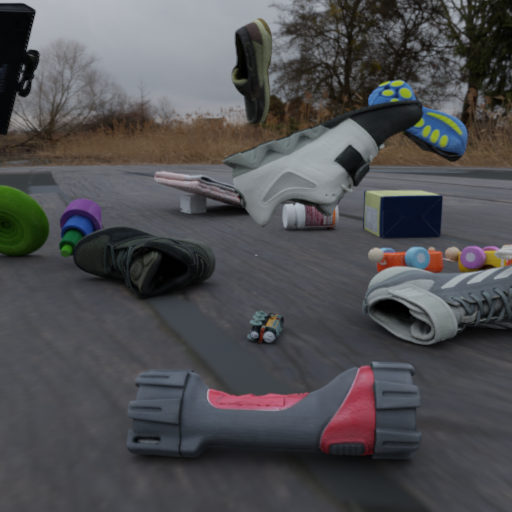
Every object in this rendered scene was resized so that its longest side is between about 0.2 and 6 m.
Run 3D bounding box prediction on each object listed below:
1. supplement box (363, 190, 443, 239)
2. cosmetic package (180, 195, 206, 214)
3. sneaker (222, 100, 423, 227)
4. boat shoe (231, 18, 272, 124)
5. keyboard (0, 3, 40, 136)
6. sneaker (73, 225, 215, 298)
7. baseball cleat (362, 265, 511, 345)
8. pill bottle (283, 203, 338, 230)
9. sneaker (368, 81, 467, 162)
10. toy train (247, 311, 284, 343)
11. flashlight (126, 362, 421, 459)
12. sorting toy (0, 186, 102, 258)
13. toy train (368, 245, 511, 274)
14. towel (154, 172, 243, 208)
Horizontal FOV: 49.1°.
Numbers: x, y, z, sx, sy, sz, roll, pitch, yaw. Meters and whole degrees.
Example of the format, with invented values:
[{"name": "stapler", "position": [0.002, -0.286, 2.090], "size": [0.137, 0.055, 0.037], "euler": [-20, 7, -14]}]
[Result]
[{"name": "supplement box", "position": [3.452, -1.023, 13.379], "size": [1.451, 0.974, 1.450], "euler": [-1, 12, -7]}, {"name": "cosmetic package", "position": [-1.916, -1.584, 17.121], "size": [0.627, 0.517, 0.517], "euler": [-8, 16, -41]}, {"name": "sneaker", "position": [0.849, -0.993, 6.149], "size": [2.247, 0.994, 0.832], "euler": [-22, 5, -2]}, {"name": "boat shoe", "position": [-0.161, -3.697, 11.506], "size": [0.753, 2.292, 0.819], "euler": [-19, 54, -18]}, {"name": "keyboard", "position": [-4.042, -2.852, 8.797], "size": [0.294, 2.293, 1.377], "euler": [41, 35, 12]}, {"name": "sneaker", "position": [-1.900, 0.054, 8.459], "size": [2.316, 0.885, 1.327], "euler": [9, 7, 14]}, {"name": "baseball cleat", "position": [2.471, 0.629, 6.349], "size": [2.482, 0.866, 1.321], "euler": [-3, 20, 23]}, {"name": "pill bottle", "position": [1.348, -1.006, 13.967], "size": [1.289, 0.706, 0.706], "euler": [-2, 12, -8]}, {"name": "sneaker", "position": [2.908, -2.436, 10.305], "size": [2.288, 0.811, 0.948], "euler": [48, 0, 34]}, {"name": "toy train", "position": [0.116, 0.820, 6.418], "size": [0.350, 0.262, 0.614], "euler": [12, 14, 9]}, {"name": "flashlight", "position": [0.129, 1.085, 4.075], "size": [2.009, 0.683, 0.680], "euler": [2, 1, 7]}, {"name": "sorting toy", "position": [-4.965, -0.281, 10.036], "size": [4.281, 1.484, 1.474], "euler": [-1, 35, 5]}, {"name": "toy train", "position": [2.960, 0.254, 7.518], "size": [2.133, 0.790, 2.839], "euler": [-1, 1, -23]}, {"name": "towel", "position": [-1.291, -2.002, 17.277], "size": [2.925, 0.471, 2.794], "euler": [15, 1, -37]}]
